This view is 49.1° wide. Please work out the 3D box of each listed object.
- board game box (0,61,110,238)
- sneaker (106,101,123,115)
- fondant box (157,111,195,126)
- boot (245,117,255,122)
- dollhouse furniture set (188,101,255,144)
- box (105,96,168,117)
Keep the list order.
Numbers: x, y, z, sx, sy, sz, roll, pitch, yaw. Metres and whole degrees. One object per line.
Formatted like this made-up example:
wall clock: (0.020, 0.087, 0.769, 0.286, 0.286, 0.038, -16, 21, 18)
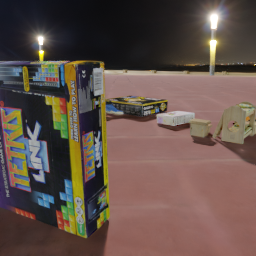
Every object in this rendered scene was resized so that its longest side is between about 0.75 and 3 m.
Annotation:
board game box: (-1.406, 0.230, 4.606, 2.154, 2.605, 0.739, 6, 16, 27)
sneaker: (-0.732, -0.976, 13.284, 1.103, 0.614, 0.423, 7, -7, 11)
fondant box: (2.031, -0.429, 11.895, 1.344, 0.391, 0.969, -9, 14, -38)
boot: (4.856, -0.367, 11.602, 1.163, 0.409, 0.833, 9, 10, 12)
dollhouse furniture set: (3.535, -0.402, 10.128, 1.911, 1.201, 2.160, 10, 17, 36)
box: (0.388, -1.193, 14.580, 2.673, 0.660, 2.134, 12, 17, 41)
